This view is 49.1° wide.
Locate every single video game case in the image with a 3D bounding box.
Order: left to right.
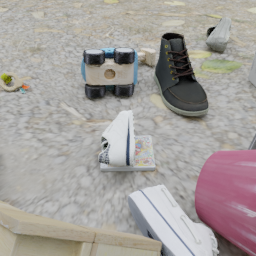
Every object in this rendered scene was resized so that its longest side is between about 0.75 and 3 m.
[{"bbox_3d":[-0.012,0.568,6.535,1.206,0.138,1.098,-1,38,-1],"label":"video game case"}]

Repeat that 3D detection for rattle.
[{"bbox_3d":[-3.587,-1.371,9.042,0.966,0.690,0.629,15,70,-6],"label":"rattle"}]

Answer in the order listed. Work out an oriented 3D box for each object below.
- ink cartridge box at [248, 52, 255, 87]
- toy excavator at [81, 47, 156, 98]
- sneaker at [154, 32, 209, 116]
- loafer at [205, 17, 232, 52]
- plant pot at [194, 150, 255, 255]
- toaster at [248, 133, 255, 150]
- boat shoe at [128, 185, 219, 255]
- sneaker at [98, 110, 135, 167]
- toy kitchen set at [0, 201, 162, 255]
[{"bbox_3d":[4.702,-1.671,8.600,1.156,1.135,1.570,-5,38,-6],"label":"ink cartridge box"},{"bbox_3d":[-0.203,-2.162,9.284,2.650,1.361,2.725,-3,29,-6],"label":"toy excavator"},{"bbox_3d":[1.481,-1.648,8.217,1.109,1.575,2.965,-10,39,-13],"label":"sneaker"},{"bbox_3d":[3.853,-4.116,11.964,0.919,0.921,2.633,17,41,9],"label":"loafer"},{"bbox_3d":[2.139,1.146,4.268,1.820,2.033,2.033,10,34,45],"label":"plant pot"},{"bbox_3d":[3.374,0.515,5.604,1.695,1.005,1.532,-22,46,-40],"label":"toaster"},{"bbox_3d":[0.927,1.797,4.278,0.857,0.964,2.622,-21,43,-19],"label":"boat shoe"},{"bbox_3d":[-0.227,0.141,6.299,0.766,0.727,1.902,-3,29,2],"label":"sneaker"},{"bbox_3d":[-1.298,2.250,3.958,2.440,2.202,1.991,-6,65,50],"label":"toy kitchen set"}]
